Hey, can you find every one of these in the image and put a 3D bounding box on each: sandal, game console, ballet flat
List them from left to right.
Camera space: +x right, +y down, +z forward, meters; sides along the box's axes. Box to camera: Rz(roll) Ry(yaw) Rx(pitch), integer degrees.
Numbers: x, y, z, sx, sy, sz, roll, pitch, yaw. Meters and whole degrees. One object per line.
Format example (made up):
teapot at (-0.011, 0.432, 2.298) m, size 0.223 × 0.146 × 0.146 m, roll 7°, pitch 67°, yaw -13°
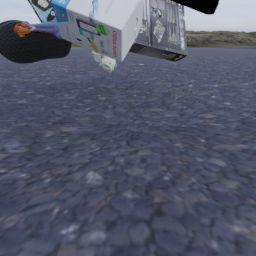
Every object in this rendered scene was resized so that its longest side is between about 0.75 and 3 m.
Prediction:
sandal at (-2.542, -2.271, 7.457) m, size 0.646 × 1.014 × 2.699 m, roll 25°, pitch 19°, yaw 18°
ballet flat at (-0.631, -1.742, 6.676) m, size 0.475 × 0.475 × 1.324 m, roll -6°, pitch 33°, yaw -18°
game console at (1.476, -3.328, 5.903) m, size 1.201 × 0.245 × 2.036 m, roll 28°, pitch -16°, yaw 15°

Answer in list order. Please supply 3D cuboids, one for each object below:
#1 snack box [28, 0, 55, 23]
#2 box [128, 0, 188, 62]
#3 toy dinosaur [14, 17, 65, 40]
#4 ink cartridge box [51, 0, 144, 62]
snack box at (-2.340, -3.977, 8.141) m, size 1.248 × 2.148 × 0.398 m, roll -38°, pitch 55°, yaw -9°
box at (0.974, -4.091, 10.129) m, size 2.371 × 2.994 × 0.724 m, roll 2°, pitch -9°, yaw -31°
toy dinosaur at (-1.081, -1.823, 5.449) m, size 1.933 × 2.131 × 1.119 m, roll -20°, pitch 47°, yaw -5°
ink cartridge box at (-0.406, -1.678, 4.187) m, size 1.080 × 0.789 × 0.792 m, roll 23°, pitch -19°, yaw 8°
